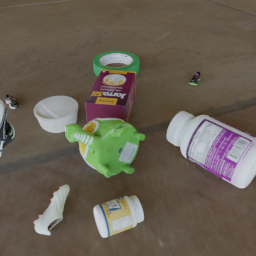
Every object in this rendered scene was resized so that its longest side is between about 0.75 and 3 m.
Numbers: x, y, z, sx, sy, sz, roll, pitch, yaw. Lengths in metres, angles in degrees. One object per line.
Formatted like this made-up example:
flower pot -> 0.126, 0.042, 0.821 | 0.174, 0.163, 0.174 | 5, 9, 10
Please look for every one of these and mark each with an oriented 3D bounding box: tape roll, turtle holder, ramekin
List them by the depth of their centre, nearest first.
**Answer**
turtle holder -> -0.820, 0.549, 8.765 | 1.689, 1.807, 2.379 | 26, 31, 38
ramekin -> -2.821, -0.525, 11.219 | 1.713, 0.798, 1.713 | 1, 38, 0
tape roll -> -0.628, -3.391, 15.048 | 2.460, 0.591, 2.460 | 0, 39, 0

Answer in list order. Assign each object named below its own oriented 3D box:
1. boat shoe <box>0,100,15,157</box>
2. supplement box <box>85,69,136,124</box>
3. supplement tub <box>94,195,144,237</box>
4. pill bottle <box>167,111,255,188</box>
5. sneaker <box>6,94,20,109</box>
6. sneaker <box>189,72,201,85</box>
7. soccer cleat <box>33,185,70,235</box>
boat shoe -> -3.841, 0.124, 8.292 | 0.968, 2.857, 1.025 | 3, 55, -35
supplement box -> -0.639, -1.258, 11.784 | 1.592, 1.235, 2.884 | 5, 38, 7
supplement tub -> -0.254, 2.339, 7.525 | 1.176, 0.850, 0.850 | -14, 40, -19
pill bottle -> 2.787, 0.555, 9.181 | 2.933, 1.646, 1.646 | 30, 47, 33
sneaker -> -5.158, -1.192, 12.383 | 0.967, 0.417, 0.388 | 27, 47, 30
sneaker -> 3.357, -2.489, 13.995 | 0.426, 0.465, 1.109 | 15, 40, 18
soccer cleat -> -2.008, 2.298, 7.898 | 0.597, 0.534, 1.540 | 19, 49, 15
